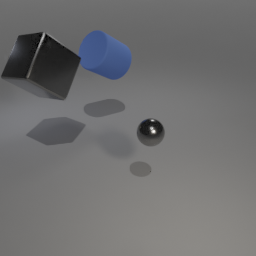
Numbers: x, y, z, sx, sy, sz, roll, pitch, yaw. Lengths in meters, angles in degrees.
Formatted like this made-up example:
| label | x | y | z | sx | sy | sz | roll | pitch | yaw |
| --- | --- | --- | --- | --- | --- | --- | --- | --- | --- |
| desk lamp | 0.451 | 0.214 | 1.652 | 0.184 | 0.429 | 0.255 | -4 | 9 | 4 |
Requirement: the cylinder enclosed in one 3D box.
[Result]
| label | x | y | z | sx | sy | sz | roll | pitch | yaw |
| --- | --- | --- | --- | --- | --- | --- | --- | --- | --- |
| cylinder | -0.817 | -2.595 | 10.143 | 1.400 | 1.400 | 1.400 | 24 | 7 | 36 |

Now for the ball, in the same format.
| label | x | y | z | sx | sy | sz | roll | pitch | yaw |
| --- | --- | --- | --- | --- | --- | --- | --- | --- | --- |
| ball | 0.562 | 0.111 | 6.941 | 0.700 | 0.700 | 0.700 | 0 | 29 | 0 |

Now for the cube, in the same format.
| label | x | y | z | sx | sy | sz | roll | pitch | yaw |
| --- | --- | --- | --- | --- | --- | --- | --- | --- | --- |
| cube | -2.488 | -1.744 | 8.106 | 1.400 | 1.400 | 1.400 | 11 | -12 | 40 |
